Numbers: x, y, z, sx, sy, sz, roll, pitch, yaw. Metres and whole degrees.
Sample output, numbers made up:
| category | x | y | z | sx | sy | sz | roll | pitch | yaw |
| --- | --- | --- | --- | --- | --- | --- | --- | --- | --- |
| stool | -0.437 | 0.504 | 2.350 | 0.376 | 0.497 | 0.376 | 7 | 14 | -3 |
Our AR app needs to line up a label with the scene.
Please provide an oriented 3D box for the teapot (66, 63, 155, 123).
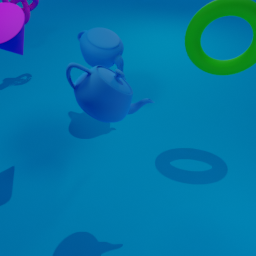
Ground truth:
| category | x | y | z | sx | sy | sz | roll | pitch | yaw |
| --- | --- | --- | --- | --- | --- | --- | --- | --- | --- |
| teapot | -0.308 | -0.605 | 4.728 | 1.659 | 0.812 | 1.031 | 25 | 28 | -29 |

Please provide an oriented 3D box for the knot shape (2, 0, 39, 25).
| category | x | y | z | sx | sy | sz | roll | pitch | yaw |
| --- | --- | --- | --- | --- | --- | --- | --- | --- | --- |
| knot shape | -3.727 | -4.343 | 9.858 | 1.204 | 1.287 | 0.595 | -25 | 47 | -16 |

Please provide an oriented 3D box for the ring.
| category | x | y | z | sx | sy | sz | roll | pitch | yaw |
| --- | --- | --- | --- | --- | --- | --- | --- | --- | --- |
| ring | 2.320 | -2.088 | 6.612 | 1.937 | 1.937 | 0.387 | 8 | 46 | 8 |

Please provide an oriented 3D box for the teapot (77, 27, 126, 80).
| category | x | y | z | sx | sy | sz | roll | pitch | yaw |
| --- | --- | --- | --- | --- | --- | --- | --- | --- | --- |
| teapot | -0.748 | -2.216 | 8.210 | 2.049 | 1.003 | 1.274 | 41 | 53 | 15 |

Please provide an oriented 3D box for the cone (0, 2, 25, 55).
| category | x | y | z | sx | sy | sz | roll | pitch | yaw |
| --- | --- | --- | --- | --- | --- | --- | --- | --- | --- |
| cone | -2.577 | -1.945 | 6.209 | 1.090 | 1.094 | 1.090 | -2 | 68 | 6 |
